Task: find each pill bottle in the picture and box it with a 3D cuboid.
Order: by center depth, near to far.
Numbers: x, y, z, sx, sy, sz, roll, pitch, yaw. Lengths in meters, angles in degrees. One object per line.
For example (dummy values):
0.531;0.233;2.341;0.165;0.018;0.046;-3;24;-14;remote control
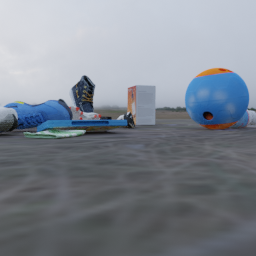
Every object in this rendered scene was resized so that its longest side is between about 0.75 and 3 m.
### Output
4.521;-0.414;11.614;1.502;0.817;0.817;0;2;-16;pill bottle

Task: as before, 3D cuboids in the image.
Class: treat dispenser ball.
3.232;-1.070;10.284;2.253;2.253;2.253;0;2;0;treat dispenser ball

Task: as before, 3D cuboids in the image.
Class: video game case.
-1.301;-0.044;7.808;2.133;0.190;1.526;-1;-5;-28;video game case

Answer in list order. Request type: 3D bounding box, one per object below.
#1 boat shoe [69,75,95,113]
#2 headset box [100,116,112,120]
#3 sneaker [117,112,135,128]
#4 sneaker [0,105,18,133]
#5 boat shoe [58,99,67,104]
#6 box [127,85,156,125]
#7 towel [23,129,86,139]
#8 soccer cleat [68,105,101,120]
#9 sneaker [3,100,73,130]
-1.983;-1.364;13.119;0.944;1.211;2.668;18;33;-43;boat shoe
-1.460;-0.348;14.140;0.929;0.469;1.250;-1;3;-22;headset box
-0.103;-0.254;11.688;0.726;0.669;1.816;-14;-2;2;sneaker
-3.931;-0.453;7.310;2.882;1.255;1.074;3;3;34;sneaker
-3.125;-0.799;13.406;0.725;0.740;2.079;7;26;-30;boat shoe
0.716;-1.240;15.539;1.132;2.129;1.621;-1;2;-16;box
-1.654;0.130;6.493;0.927;0.142;1.216;2;3;22;towel
-1.982;-0.346;10.898;0.946;0.845;2.440;-3;-6;28;soccer cleat
-2.899;-0.281;8.424;2.651;0.874;1.039;3;29;26;sneaker
